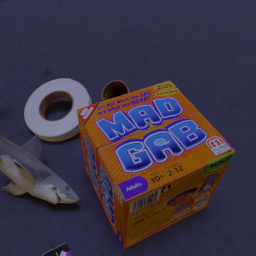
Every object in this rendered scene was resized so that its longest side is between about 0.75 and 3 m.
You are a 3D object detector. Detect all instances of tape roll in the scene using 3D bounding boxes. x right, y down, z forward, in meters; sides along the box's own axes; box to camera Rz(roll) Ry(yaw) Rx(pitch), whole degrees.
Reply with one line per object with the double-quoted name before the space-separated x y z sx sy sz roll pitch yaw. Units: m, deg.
"tape roll" -1.846 -0.516 7.443 1.816 0.332 1.816 -5 62 9

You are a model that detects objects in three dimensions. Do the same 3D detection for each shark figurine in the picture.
"shark figurine" -2.212 0.331 5.614 1.720 2.879 1.202 -11 34 34

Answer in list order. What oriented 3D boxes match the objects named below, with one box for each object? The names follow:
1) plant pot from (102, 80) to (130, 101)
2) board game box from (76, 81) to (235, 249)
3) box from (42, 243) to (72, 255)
"plant pot" -0.209 -0.816 7.739 0.754 0.809 0.754 -5 76 19
"board game box" 0.370 0.671 5.422 1.994 1.992 1.993 -20 52 -18
"box" -0.481 2.710 3.451 0.386 1.528 2.138 -20 54 -23
